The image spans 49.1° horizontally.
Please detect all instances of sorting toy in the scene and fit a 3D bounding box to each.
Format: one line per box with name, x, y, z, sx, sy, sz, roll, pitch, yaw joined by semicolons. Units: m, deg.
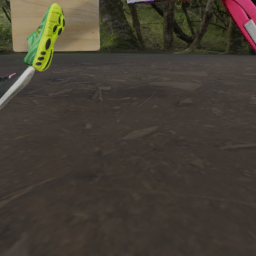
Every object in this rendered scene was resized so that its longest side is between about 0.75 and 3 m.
sorting toy;-2.232;-3.729;8.924;2.665;2.649;0.927;-1;7;0

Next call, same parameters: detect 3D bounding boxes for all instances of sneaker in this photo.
sneaker;-2.040;-2.206;6.644;0.705;1.687;0.625;19;-5;19
sneaker;-2.266;-0.807;4.933;1.318;0.654;0.466;-35;11;20

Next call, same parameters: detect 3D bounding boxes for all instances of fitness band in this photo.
fitness band;3.870;-3.275;8.915;0.542;2.894;2.078;-35;37;23

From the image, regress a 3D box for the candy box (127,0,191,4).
candy box;1.474;-4.786;9.535;2.051;0.875;2.445;12;27;38
